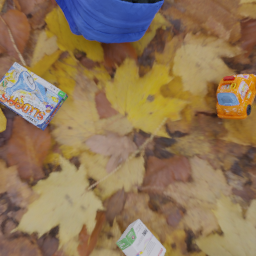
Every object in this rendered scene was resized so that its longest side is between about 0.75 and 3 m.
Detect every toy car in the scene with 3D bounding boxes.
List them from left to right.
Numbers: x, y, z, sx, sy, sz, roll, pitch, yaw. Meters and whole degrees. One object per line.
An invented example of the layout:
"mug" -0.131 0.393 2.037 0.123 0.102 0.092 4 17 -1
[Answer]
"toy car" 3.226 -0.680 6.568 1.436 2.929 0.975 -51 125 -4

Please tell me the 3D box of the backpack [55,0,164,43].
"backpack" -0.570 -3.495 7.122 2.387 2.465 2.938 -21 70 -32

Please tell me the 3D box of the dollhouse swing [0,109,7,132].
"dollhouse swing" -4.446 -0.255 6.809 1.876 1.814 2.064 -26 98 4

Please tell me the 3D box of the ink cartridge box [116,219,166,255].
"ink cartridge box" 0.318 2.777 6.551 0.990 0.717 0.416 48 124 5

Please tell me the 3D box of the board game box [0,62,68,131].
"board game box" -2.751 -0.890 7.800 1.768 0.305 1.197 31 79 7
